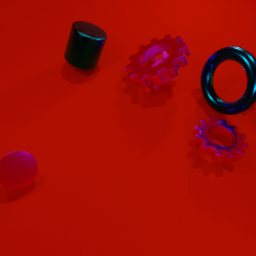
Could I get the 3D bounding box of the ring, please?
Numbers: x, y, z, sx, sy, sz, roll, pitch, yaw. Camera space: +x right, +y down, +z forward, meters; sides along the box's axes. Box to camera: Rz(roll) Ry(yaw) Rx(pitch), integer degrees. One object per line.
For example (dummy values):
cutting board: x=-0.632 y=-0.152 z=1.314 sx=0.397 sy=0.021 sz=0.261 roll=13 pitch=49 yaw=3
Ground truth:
ring: x=2.954 y=-1.362 z=8.198 sx=0.400 sy=2.001 sz=2.001 roll=-12 pitch=56 yaw=-34

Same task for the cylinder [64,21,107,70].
cylinder: x=-1.409 y=-2.709 z=9.230 sx=1.172 sy=1.172 sz=1.172 roll=17 pitch=38 yaw=-14

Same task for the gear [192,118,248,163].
gear: x=2.563 y=0.316 z=7.821 sx=1.474 sy=0.273 sz=1.474 roll=6 pitch=44 yaw=-6

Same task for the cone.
cone: x=-2.986 y=0.942 z=7.368 sx=0.988 sy=0.988 sz=0.992 roll=-34 pitch=28 yaw=-19

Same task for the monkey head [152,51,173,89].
monkey head: x=1.074 y=-1.949 z=9.057 sx=0.840 sy=1.003 sz=1.394 roll=-14 pitch=50 yaw=24

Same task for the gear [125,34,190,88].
gear: x=0.923 y=-2.178 z=9.013 sx=2.064 sy=0.382 sz=2.064 roll=-19 pitch=44 yaw=19
